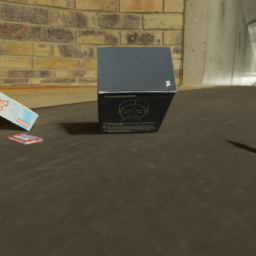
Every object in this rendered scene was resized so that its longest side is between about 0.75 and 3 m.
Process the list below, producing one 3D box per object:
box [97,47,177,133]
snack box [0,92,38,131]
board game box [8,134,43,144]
[{"bbox_3d":[0.081,-0.790,6.600,1.587,1.145,2.138,-1,-23,-6],"label":"box"},{"bbox_3d":[-3.864,-0.771,8.418,1.724,0.551,2.968,34,-8,-29],"label":"snack box"},{"bbox_3d":[-2.402,0.248,6.530,0.813,0.079,0.419,10,15,40],"label":"board game box"}]
